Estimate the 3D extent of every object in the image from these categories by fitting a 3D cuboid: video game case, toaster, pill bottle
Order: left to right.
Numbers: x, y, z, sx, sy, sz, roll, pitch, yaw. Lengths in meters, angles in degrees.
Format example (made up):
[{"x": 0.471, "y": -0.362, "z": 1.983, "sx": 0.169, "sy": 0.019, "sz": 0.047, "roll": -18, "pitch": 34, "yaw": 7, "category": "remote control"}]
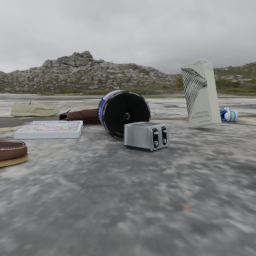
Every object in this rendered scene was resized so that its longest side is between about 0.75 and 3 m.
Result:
[{"x": -2.413, "y": 0.020, "z": 9.032, "sx": 1.813, "sy": 0.228, "sz": 2.532, "roll": -1, "pitch": 8, "yaw": -7, "category": "video game case"}, {"x": -0.218, "y": -0.470, "z": 8.503, "sx": 1.349, "sy": 1.349, "sz": 2.411, "roll": -1, "pitch": 8, "yaw": -10, "category": "pill bottle"}, {"x": 0.416, "y": 0.188, "z": 6.717, "sx": 0.957, "sy": 0.568, "sz": 0.865, "roll": 6, "pitch": 9, "yaw": 38, "category": "toaster"}]

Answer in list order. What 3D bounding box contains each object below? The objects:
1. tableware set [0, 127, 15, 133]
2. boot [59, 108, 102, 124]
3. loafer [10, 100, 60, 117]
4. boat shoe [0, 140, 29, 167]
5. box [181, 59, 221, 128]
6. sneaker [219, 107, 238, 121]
[{"x": -4.165, "y": 0.207, "z": 7.687, "sx": 1.565, "sy": 0.217, "sz": 1.873, "roll": 2, "pitch": 11, "yaw": 41, "category": "tableware set"}, {"x": -1.532, "y": -0.401, "z": 10.461, "sx": 1.573, "sy": 0.684, "sz": 1.891, "roll": -6, "pitch": 2, "yaw": -37, "category": "boot"}, {"x": -4.539, "y": -0.966, "z": 13.767, "sx": 2.322, "sy": 0.793, "sz": 0.878, "roll": -4, "pitch": 9, "yaw": -23, "category": "loafer"}, {"x": -2.863, "y": 0.367, "z": 4.926, "sx": 2.145, "sy": 0.754, "sz": 0.755, "roll": -4, "pitch": 8, "yaw": -35, "category": "boat shoe"}, {"x": 2.508, "y": -1.162, "z": 9.662, "sx": 0.910, "sy": 2.214, "sz": 0.757, "roll": -13, "pitch": -7, "yaw": 40, "category": "box"}, {"x": 4.257, "y": -0.617, "z": 12.319, "sx": 0.615, "sy": 0.553, "sz": 1.495, "roll": -3, "pitch": 8, "yaw": -6, "category": "sneaker"}]
